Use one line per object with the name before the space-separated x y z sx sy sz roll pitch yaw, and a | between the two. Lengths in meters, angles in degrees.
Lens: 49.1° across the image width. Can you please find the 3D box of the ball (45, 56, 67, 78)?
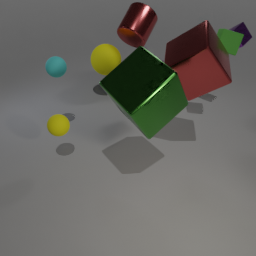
ball | -2.421 -2.054 9.436 0.700 0.700 0.700 0 33 0

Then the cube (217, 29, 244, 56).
cube | 3.359 -2.916 9.485 0.700 0.700 0.700 16 20 -1

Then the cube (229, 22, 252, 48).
cube | 4.125 -3.456 10.683 0.700 0.700 0.700 -42 13 -22

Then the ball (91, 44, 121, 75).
ball | -1.003 -3.124 12.816 1.400 1.400 1.400 0 33 0

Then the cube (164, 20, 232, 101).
cube | 2.025 -1.928 8.168 1.400 1.400 1.400 -23 39 34

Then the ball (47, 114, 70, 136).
ball | -2.184 -0.084 8.796 0.700 0.700 0.700 0 33 0

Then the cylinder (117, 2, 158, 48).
cylinder | 0.415 -4.566 12.499 1.400 1.400 1.400 21 78 29

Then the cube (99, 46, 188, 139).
cube | 0.424 -0.858 6.987 1.400 1.400 1.400 -42 56 -1
